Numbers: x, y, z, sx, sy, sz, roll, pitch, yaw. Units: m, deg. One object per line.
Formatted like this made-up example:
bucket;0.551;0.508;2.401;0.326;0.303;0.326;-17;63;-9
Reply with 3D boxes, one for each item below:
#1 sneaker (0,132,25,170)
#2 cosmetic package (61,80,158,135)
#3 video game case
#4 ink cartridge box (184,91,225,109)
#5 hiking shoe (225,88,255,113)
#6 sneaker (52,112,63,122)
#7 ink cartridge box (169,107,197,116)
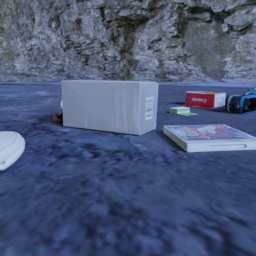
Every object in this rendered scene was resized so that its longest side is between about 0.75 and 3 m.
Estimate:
sneaker;-2.947;0.272;4.217;2.625;1.064;0.986;-6;25;-22
cosmetic package;-0.600;-0.693;8.358;2.745;1.466;1.238;9;14;30
video game case;2.012;0.201;6.994;1.827;0.230;2.005;-1;11;-8
ink cartridge box;3.720;-1.422;13.873;1.640;0.688;1.440;12;17;43
hiking shoe;5.320;-1.058;11.921;2.582;0.961;1.120;-18;27;-30
sneaker;-2.228;-0.412;9.595;0.417;0.302;0.854;-22;-3;31
ink cartridge box;2.282;-0.695;11.472;0.727;0.239;0.999;-8;12;-34
